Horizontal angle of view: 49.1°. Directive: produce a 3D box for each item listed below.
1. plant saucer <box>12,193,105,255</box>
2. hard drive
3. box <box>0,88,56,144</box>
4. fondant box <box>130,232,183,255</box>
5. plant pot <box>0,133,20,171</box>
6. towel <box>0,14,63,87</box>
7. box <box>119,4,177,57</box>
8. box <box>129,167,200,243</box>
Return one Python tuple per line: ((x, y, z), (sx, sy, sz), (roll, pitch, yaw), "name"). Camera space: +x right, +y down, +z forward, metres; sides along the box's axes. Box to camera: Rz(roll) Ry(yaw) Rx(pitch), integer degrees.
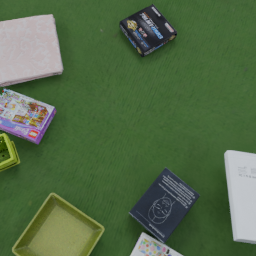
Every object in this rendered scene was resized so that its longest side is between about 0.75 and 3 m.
((-2.140, 3.502, 8.858), (2.116, 0.507, 2.113), (31, 75, 9), "plant saucer")
((3.924, 2.041, 8.377), (1.806, 0.365, 2.737), (9, 55, -3), "hard drive")
((-3.855, -0.442, 10.074), (2.084, 0.407, 1.426), (21, 68, 6), "box")
((1.036, 4.443, 8.503), (2.183, 0.636, 1.575), (29, 75, 8), "fondant box")
((-4.298, 0.905, 9.442), (1.014, 0.925, 1.019), (-24, 74, -6), "plant pot")
((-3.974, -3.077, 10.933), (2.595, 0.438, 2.717), (-11, 73, -4), "towel")
((0.796, -3.918, 11.196), (1.687, 0.422, 1.700), (-32, 77, -10), "box")
((1.122, 2.436, 8.929), (1.371, 0.989, 1.848), (39, 77, 11), "box")
